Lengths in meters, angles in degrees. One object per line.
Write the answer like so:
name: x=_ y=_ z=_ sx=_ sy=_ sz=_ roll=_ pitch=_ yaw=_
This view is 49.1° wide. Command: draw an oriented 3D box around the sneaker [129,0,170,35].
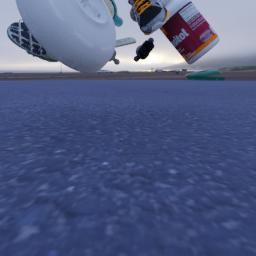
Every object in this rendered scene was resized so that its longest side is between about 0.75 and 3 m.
sneaker: x=0.410 y=-3.174 z=7.196 sx=0.835 sy=2.134 sz=0.824 roll=-33 pitch=-44 yaw=20

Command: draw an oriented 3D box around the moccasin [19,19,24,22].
moccasin: x=-3.527 y=-4.067 z=10.097 sx=0.569 sy=1.670 sz=0.672 roll=24 pitch=25 yaw=20

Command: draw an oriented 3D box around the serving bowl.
serving bowl: x=-1.074 y=-2.481 z=6.047 sx=0.824 sy=2.504 sz=2.504 roll=-26 pitch=-4 yaw=33

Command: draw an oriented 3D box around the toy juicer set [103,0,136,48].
toy juicer set: x=-1.127 y=-3.365 z=8.516 sx=1.739 sy=2.734 sz=0.744 roll=-36 pitch=10 yaw=-6

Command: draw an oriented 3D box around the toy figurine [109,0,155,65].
toy figurine: x=-0.173 y=-3.358 z=9.869 sx=2.193 sy=2.159 sz=1.526 roll=-10 pitch=11 yaw=-5

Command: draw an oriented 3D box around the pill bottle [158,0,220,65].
pill bottle: x=1.922 y=-3.554 z=9.749 sx=1.380 sy=2.443 sz=1.380 roll=-40 pitch=4 yaw=4

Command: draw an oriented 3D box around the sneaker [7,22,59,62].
sneaker: x=-3.267 y=-2.849 z=9.941 sx=1.021 sy=0.994 sz=2.564 roll=-6 pitch=-10 yaw=25
